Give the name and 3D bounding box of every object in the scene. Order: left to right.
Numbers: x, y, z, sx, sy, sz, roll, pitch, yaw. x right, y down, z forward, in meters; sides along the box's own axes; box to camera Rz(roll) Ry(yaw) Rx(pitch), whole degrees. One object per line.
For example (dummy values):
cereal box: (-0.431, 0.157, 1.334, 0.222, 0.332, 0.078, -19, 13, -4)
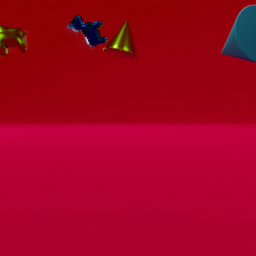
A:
cow figurine: (-3.517, -2.679, 7.828, 1.248, 1.228, 0.685, -14, 0, -17)
cow figurine: (-1.451, -3.390, 9.852, 1.218, 1.238, 0.680, -13, 21, 12)
cone: (-0.155, -3.549, 10.886, 1.385, 1.390, 1.385, 12, 0, 0)
cone: (3.205, -2.401, 8.080, 1.586, 1.586, 1.592, 0, -4, -19)
